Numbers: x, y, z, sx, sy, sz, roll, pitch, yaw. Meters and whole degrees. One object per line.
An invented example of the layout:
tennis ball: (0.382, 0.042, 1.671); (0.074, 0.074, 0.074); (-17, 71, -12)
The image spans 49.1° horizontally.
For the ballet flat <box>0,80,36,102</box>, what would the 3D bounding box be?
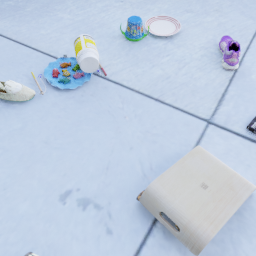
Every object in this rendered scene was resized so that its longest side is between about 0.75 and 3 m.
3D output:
ballet flat: (-4.824, -1.530, 10.839); (2.384, 0.743, 0.804); (6, 52, 4)

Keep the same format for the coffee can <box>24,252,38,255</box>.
coffee can: (-2.095, 3.590, 6.738); (1.078, 0.789, 0.789); (18, 54, 14)

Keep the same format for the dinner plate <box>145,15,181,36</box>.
dinner plate: (1.742, -5.059, 13.978); (1.805, 0.219, 1.805); (0, 51, 0)

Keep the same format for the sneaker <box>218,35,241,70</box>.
sneaker: (4.535, -3.538, 12.321); (0.846, 0.930, 2.103); (3, 50, 4)

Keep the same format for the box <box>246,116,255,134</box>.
box: (4.918, 0.033, 9.946); (1.149, 0.207, 0.821); (37, 60, 24)

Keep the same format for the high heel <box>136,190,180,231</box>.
high heel: (0.946, 2.421, 7.854); (1.193, 0.598, 1.674); (-13, 49, -3)

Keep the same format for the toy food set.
toy food set: (2.084, 1.919, 8.161); (2.916, 0.881, 2.092); (-32, 57, -32)

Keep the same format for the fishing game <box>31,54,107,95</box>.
fishing game: (-2.501, -2.448, 11.764); (2.957, 0.460, 2.117); (-18, 54, -16)

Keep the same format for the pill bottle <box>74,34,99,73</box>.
pill bottle: (-1.722, -3.101, 11.691); (0.941, 0.941, 1.647); (-10, 49, -8)

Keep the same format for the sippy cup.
sippy cup: (0.315, -4.769, 13.295); (1.252, 0.918, 0.983); (-21, 54, -15)
